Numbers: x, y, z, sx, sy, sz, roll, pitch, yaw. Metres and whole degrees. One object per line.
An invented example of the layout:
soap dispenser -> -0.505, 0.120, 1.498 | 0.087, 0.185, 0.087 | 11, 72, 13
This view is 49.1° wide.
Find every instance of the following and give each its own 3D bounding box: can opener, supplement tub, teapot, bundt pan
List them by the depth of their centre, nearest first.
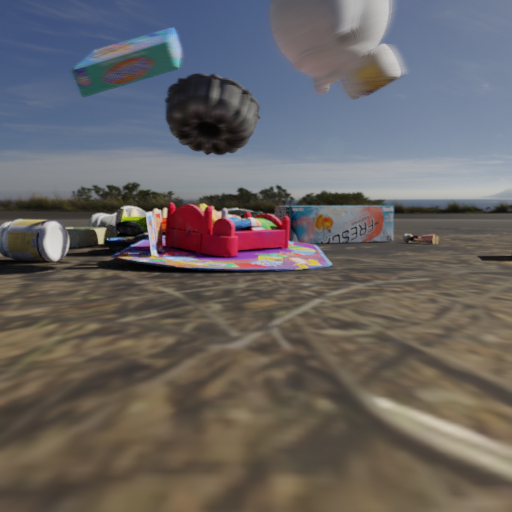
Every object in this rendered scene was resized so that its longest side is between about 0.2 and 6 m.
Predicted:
teapot -> 1.206, -3.624, 9.264 | 2.073, 1.534, 2.100 | -3, 1, 42
supplement tub -> -3.925, -0.266, 9.836 | 1.028, 0.747, 0.747 | 2, 5, 17
supplement tub -> 2.508, -4.043, 12.392 | 1.128, 0.820, 0.820 | -25, -10, 33
can opener -> -2.614, -0.425, 13.594 | 1.636, 0.519, 0.643 | 10, -21, 3
bundt pan -> -1.118, -3.273, 13.615 | 2.361, 0.886, 2.361 | 7, -26, 3

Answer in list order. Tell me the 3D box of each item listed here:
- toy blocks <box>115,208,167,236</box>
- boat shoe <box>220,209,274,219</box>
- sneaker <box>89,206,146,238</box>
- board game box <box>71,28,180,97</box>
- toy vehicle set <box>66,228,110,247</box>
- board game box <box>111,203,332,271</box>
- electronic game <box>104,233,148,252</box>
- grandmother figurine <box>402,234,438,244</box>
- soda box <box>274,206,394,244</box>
toy blocks -> -2.157, -0.804, 14.837 | 2.627, 0.954, 2.190 | -1, 5, 2
boat shoe -> -0.117, -0.921, 16.482 | 2.659, 0.940, 0.847 | 2, 3, 3
sneaker -> -3.972, -0.865, 17.230 | 1.093, 0.996, 2.666 | 15, 17, 16
board game box -> -2.495, -3.939, 11.227 | 1.892, 0.560, 2.487 | -15, 28, 2
toy vehicle set -> -5.686, -0.504, 14.636 | 3.144, 0.417, 1.953 | 1, 5, 8
board game box -> -0.501, -0.506, 10.207 | 3.529, 0.870, 4.467 | 3, 8, 1
electronic game -> -2.372, -0.309, 12.401 | 1.926, 0.401, 1.926 | 0, 4, 0
grandmother figurine -> 4.376, -0.456, 14.993 | 0.951, 0.288, 0.577 | 8, 0, 43
soda box -> 2.158, -0.874, 15.358 | 3.231, 1.027, 1.105 | -3, 6, -21
